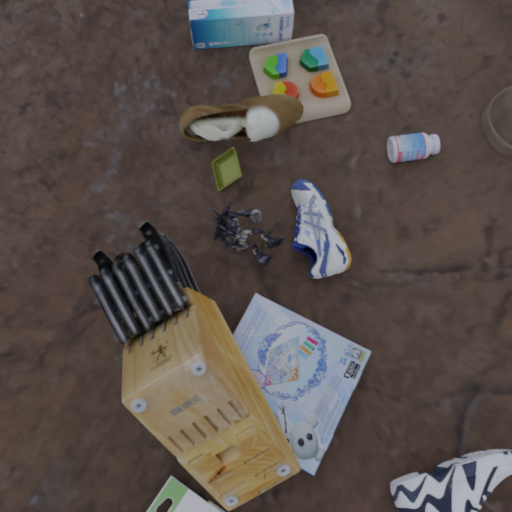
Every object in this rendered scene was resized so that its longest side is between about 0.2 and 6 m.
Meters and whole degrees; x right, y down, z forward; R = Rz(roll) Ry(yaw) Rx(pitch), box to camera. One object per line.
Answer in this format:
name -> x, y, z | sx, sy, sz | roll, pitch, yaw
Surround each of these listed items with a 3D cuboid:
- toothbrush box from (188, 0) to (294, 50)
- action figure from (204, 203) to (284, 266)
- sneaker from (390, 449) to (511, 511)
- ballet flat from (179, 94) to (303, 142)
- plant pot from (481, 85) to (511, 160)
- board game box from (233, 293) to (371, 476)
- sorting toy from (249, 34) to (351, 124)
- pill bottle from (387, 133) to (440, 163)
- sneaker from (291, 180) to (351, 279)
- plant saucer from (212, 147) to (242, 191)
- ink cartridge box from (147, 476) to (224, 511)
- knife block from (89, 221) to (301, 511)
toothbrush box -> -0.385, -5.719, 12.640 | 2.293, 0.978, 1.679 | -4, 72, -3
action figure -> -0.246, -0.451, 10.891 | 1.529, 0.780, 0.909 | 35, 112, 21
sneaker -> 3.549, 4.202, 9.350 | 2.272, 0.907, 1.478 | -16, 73, -5
ballet flat -> -0.364, -2.672, 11.287 | 2.599, 0.881, 0.940 | 0, 38, 12
plant pot -> 5.748, -3.015, 11.457 | 1.746, 1.515, 1.746 | 0, 73, 0
board game box -> 0.487, 2.270, 10.179 | 2.389, 0.521, 2.400 | 27, 74, 9
sorting toy -> 0.947, -3.922, 12.355 | 1.876, 0.370, 2.027 | -13, 72, -4
pill bottle -> 3.287, -2.276, 11.711 | 0.994, 0.540, 0.540 | -8, 72, -2
sneaker -> 1.050, -0.541, 10.993 | 0.912, 0.779, 2.069 | -22, 72, -9
plant saucer -> -0.574, -1.780, 11.588 | 0.695, 0.166, 0.694 | -27, 68, 37
ink cartridge box -> -1.120, 4.643, 9.475 | 1.539, 0.369, 1.120 | 33, 74, 10
knife block -> -1.100, 1.564, 9.506 | 1.353, 3.711, 4.227 | -31, 118, 6
